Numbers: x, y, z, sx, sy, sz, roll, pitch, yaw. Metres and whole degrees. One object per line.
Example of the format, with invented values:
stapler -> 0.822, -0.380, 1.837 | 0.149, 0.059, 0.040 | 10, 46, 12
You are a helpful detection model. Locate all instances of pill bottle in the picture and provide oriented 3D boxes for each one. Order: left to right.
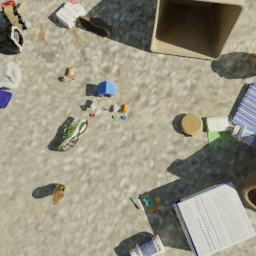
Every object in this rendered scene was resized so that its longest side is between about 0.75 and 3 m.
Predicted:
pill bottle -> 0.676, 4.387, 10.070 | 1.162, 0.645, 0.645 | -24, 79, -6
pill bottle -> 4.689, 0.289, 10.894 | 1.152, 0.647, 0.647 | 22, 78, 18

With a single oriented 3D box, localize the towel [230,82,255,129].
towel -> 5.261, -0.731, 11.435 | 1.469, 0.242, 2.029 | 31, 81, 5

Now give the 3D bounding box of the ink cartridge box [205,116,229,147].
ink cartridge box -> 3.610, 0.127, 11.199 | 0.840, 0.277, 1.155 | -5, 76, -1

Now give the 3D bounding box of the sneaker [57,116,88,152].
sneaker -> -2.298, 0.218, 11.086 | 0.733, 0.636, 1.655 | 32, 75, 22

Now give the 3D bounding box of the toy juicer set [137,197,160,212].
toy juicer set -> 0.785, 2.914, 10.626 | 0.869, 0.237, 0.553 | -2, 93, -6

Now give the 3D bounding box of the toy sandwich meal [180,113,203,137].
toy sandwich meal -> 2.553, -0.122, 11.232 | 0.988, 0.338, 0.988 | 0, 75, 2

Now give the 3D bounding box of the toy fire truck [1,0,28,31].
toy fire truck -> -4.737, -4.957, 11.878 | 0.886, 1.213, 1.378 | -17, 64, -1

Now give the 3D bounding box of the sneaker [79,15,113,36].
sneaker -> -1.373, -4.500, 12.147 | 1.537, 0.541, 0.581 | 29, 61, 2

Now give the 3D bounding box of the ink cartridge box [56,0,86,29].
ink cartridge box -> -2.490, -4.981, 12.215 | 0.758, 0.428, 1.033 | 41, 81, 8

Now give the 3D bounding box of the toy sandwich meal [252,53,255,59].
toy sandwich meal -> 5.669, -2.588, 11.117 | 1.734, 0.594, 1.734 | 20, 40, -18

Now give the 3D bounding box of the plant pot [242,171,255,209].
plant pot -> 5.769, 1.548, 9.746 | 2.973, 2.973, 2.593 | 23, 63, 5

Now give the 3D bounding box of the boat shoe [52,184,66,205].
boat shoe -> -2.541, 2.419, 10.346 | 0.358, 1.054, 0.379 | 1, 119, -2

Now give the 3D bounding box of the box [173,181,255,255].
box -> 3.006, 3.233, 10.066 | 2.152, 1.129, 1.980 | -21, 79, -5

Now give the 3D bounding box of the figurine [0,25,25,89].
figurine -> -5.725, -2.847, 11.545 | 2.516, 1.110, 2.578 | -2, 78, 8

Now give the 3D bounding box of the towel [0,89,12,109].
towel -> -5.350, -1.259, 11.524 | 1.008, 0.250, 0.744 | 21, 72, 5

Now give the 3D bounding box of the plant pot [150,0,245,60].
plant pot -> 2.595, -4.801, 11.083 | 2.909, 2.912, 2.578 | 8, 66, 2

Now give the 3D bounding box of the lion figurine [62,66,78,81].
lion figurine -> -2.413, -2.301, 11.742 | 0.514, 0.304, 0.839 | 9, 64, 10

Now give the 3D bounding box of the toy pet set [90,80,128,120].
toy pet set -> -0.747, -1.106, 11.191 | 1.487, 0.789, 1.388 | 3, 78, 0
